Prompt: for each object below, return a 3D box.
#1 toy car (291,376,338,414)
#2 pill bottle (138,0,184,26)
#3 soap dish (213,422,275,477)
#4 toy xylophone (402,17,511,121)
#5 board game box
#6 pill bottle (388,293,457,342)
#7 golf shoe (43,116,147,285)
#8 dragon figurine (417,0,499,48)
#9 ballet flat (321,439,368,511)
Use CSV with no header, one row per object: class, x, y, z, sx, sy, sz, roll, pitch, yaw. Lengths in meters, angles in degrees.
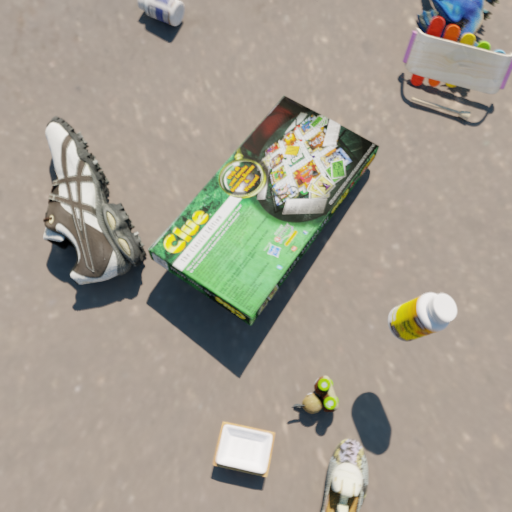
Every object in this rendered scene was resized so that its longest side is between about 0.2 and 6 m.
toy car,0.994,2.489,9.778,0.786,0.645,0.620,-20,75,7
pill bottle,-2.045,-5.313,11.977,0.918,0.509,0.509,26,76,13
soap dish,-0.204,3.314,9.599,0.935,0.380,0.736,11,67,4
toy xylophone,3.962,-3.710,11.266,2.154,1.577,0.541,25,36,3
board game box,0.233,-1.021,10.394,2.252,0.504,4.298,34,68,12
pill bottle,2.452,0.895,8.265,0.566,1.037,0.566,9,66,-20
golf shoe,-3.419,-1.044,10.394,1.596,1.313,3.378,-28,75,-8
dragon figurine,3.987,-5.177,11.769,1.473,0.872,2.962,-40,79,-11
ballet flat,1.449,4.081,9.255,0.729,0.729,2.028,14,75,4
